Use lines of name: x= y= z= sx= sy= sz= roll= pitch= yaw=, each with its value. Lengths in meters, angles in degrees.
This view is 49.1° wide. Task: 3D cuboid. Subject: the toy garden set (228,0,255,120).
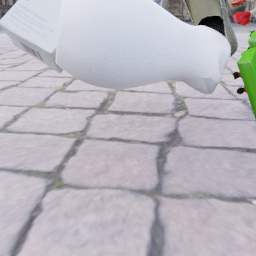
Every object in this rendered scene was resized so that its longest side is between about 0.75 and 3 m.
toy garden set: x=2.452 y=-1.901 z=5.524 sx=0.577 sy=2.411 sz=2.893 roll=-5 pitch=36 yaw=41

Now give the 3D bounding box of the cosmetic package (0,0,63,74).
cosmetic package: x=-1.337 y=-2.508 z=5.946 sx=1.313 sy=2.327 sz=0.944 roll=31 pitch=-12 yaw=5

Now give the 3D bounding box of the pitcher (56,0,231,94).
pitcher: x=0.126 y=-1.644 z=5.206 sx=2.726 sy=1.653 sz=2.339 roll=6 pitch=31 yaw=-15

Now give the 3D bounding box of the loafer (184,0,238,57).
loafer: x=2.193 y=-3.099 z=7.532 sx=0.978 sy=2.600 sz=0.905 roll=-29 pitch=1 yaw=28

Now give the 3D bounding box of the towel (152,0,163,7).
towel: x=-0.056 y=-3.583 z=8.357 sx=2.055 sy=2.481 sz=1.062 roll=4 pitch=-16 yaw=18
